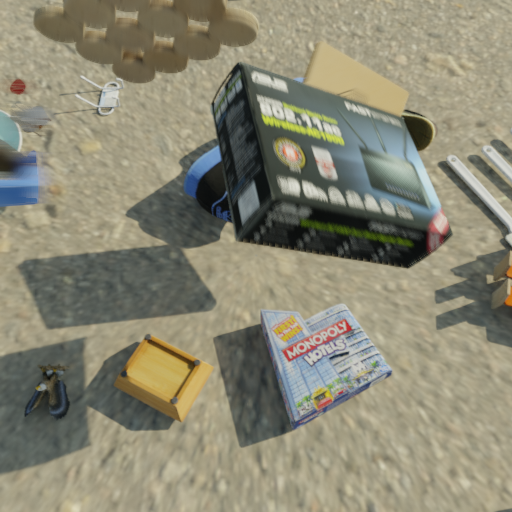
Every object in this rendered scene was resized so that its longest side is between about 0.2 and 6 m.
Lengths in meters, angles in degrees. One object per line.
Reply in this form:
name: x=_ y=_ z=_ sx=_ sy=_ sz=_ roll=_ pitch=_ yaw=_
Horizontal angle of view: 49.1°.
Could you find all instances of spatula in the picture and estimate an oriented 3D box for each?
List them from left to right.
spatula: x=5.059 y=-1.066 z=10.213 sx=2.086 sy=0.241 sz=3.000 roll=-25 pitch=61 yaw=-9

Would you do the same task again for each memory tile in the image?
memory tile: x=-1.536 y=-3.229 z=7.839 sx=2.798 sy=2.145 sz=0.235 roll=-5 pitch=76 yaw=37

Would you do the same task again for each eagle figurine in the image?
eagle figurine: x=-3.044 y=1.970 z=8.160 sx=0.573 sy=0.570 sz=0.756 roll=-2 pitch=84 yaw=46

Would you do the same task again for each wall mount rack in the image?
wall mount rack: x=-3.219 y=-3.378 z=11.585 sx=0.865 sy=0.371 sz=0.995 roll=0 pitch=56 yaw=0

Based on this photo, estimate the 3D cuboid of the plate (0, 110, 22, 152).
plate: x=-5.650 y=-1.976 z=10.731 sx=2.355 sy=0.301 sz=2.355 roll=0 pitch=57 yaw=1

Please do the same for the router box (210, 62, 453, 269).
router box: x=0.790 y=-0.906 z=5.959 sx=2.361 sy=0.734 sz=1.769 roll=8 pitch=53 yaw=-31

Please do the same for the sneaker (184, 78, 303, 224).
sneaker: x=0.258 y=-1.879 z=10.235 sx=1.300 sy=1.170 sz=3.337 roll=38 pitch=71 yaw=18

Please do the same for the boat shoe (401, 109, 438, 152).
boat shoe: x=2.327 y=-2.531 z=10.836 sx=2.375 sy=0.849 sz=0.781 roll=19 pitch=23 yaw=28

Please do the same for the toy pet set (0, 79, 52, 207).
toy pet set: x=-3.644 y=-1.342 z=8.134 sx=0.936 sy=1.646 sz=1.763 roll=36 pitch=58 yaw=-3

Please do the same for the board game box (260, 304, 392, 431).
board game box: x=0.868 y=1.395 z=8.419 sx=1.735 sy=0.535 sz=1.734 roll=-25 pitch=61 yaw=-15

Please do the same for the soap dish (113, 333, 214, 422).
soap dish: x=-1.366 y=1.735 z=8.232 sx=1.194 sy=0.485 sz=0.939 roll=23 pitch=60 yaw=15

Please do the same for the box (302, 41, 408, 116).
box: x=1.196 y=-1.735 z=7.934 sx=1.626 sy=0.212 sz=1.990 roll=21 pitch=88 yaw=-25

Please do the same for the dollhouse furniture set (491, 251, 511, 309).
dollhouse furniture set: x=4.839 y=0.222 z=8.850 sx=1.794 sy=0.924 sz=1.774 roll=14 pitch=64 yaw=7
